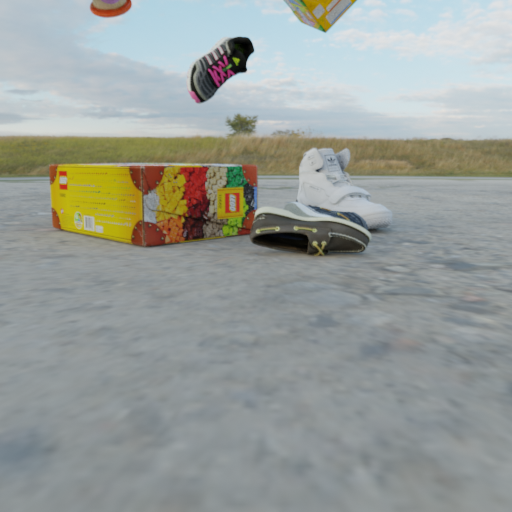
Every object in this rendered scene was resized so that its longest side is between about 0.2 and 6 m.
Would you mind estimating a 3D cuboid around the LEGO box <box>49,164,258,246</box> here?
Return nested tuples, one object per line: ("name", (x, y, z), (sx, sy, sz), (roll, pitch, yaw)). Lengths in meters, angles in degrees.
("LEGO box", (-2.117, -1.163, 11.264), (2.647, 1.372, 3.555), (-10, 14, -44))

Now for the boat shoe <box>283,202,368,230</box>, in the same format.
("boat shoe", (1.243, -0.601, 10.452), (0.822, 0.640, 1.810), (-5, 18, -28))

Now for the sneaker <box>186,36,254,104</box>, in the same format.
("sneaker", (-0.544, -3.124, 9.207), (0.705, 0.595, 1.612), (1, 47, 39))

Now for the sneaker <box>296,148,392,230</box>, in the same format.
("sneaker", (1.780, -1.474, 12.124), (1.109, 1.697, 2.953), (-5, 11, -28))

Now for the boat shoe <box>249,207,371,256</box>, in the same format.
("boat shoe", (0.824, -0.267, 8.663), (1.848, 0.556, 0.659), (11, -32, 10))

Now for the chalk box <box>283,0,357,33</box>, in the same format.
("chalk box", (0.902, -4.201, 8.953), (0.750, 0.754, 1.211), (38, 12, -37))

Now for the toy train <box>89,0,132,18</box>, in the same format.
("toy train", (-1.585, -3.500, 6.631), (2.065, 0.764, 2.749), (17, 46, 33))
